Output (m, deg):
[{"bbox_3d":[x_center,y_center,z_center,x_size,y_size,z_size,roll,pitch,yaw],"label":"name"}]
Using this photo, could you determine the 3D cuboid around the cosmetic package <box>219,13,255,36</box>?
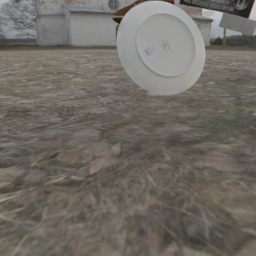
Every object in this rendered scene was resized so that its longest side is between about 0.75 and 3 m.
[{"bbox_3d":[3.560,-3.328,8.917,1.121,0.476,0.603,26,32,25],"label":"cosmetic package"}]

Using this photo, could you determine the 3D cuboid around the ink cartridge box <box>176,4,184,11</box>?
[{"bbox_3d":[1.308,-3.036,8.044,0.666,0.385,0.912,-25,-15,12],"label":"ink cartridge box"}]

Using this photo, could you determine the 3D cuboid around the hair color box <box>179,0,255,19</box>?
[{"bbox_3d":[2.395,-3.533,6.885,1.563,0.901,2.819,18,37,14],"label":"hair color box"}]

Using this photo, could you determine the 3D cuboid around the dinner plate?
[{"bbox_3d":[0.743,-1.647,5.630,1.982,1.982,0.240,-6,-4,-17],"label":"dinner plate"}]

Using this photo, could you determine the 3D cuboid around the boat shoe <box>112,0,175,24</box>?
[{"bbox_3d":[0.506,-3.754,9.117,2.396,0.809,0.862,14,-1,41],"label":"boat shoe"}]
